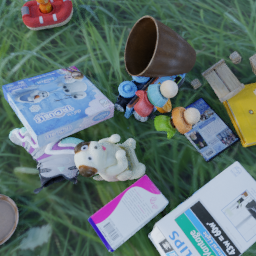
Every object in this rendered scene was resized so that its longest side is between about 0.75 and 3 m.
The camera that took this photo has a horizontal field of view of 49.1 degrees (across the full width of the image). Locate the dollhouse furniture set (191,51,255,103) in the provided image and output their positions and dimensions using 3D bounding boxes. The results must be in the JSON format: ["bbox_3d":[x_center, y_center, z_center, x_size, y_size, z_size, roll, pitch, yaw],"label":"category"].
[{"bbox_3d":[4.156,-1.507,10.830,2.558,1.249,2.181,-34,61,19],"label":"dollhouse furniture set"}]

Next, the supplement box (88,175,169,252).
[{"bbox_3d":[0.033,2.656,8.723,2.220,1.147,1.123,-35,69,-14],"label":"supplement box"}]

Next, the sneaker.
[{"bbox_3d":[-2.938,1.161,9.443,2.906,1.130,2.033,10,71,13],"label":"sneaker"}]

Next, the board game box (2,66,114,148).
[{"bbox_3d":[-2.469,-0.950,9.955,2.879,0.624,2.865,-25,55,-29],"label":"board game box"}]

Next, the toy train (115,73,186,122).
[{"bbox_3d":[0.832,-1.493,10.625,1.673,1.269,2.928,38,70,9],"label":"toy train"}]

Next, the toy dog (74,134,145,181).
[{"bbox_3d":[-0.770,0.960,8.830,1.943,2.004,1.398,-27,61,30],"label":"toy dog"}]

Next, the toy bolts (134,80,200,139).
[{"bbox_3d":[1.292,-0.876,8.848,1.363,1.965,1.877,-26,47,34],"label":"toy bolts"}]

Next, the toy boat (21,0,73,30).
[{"bbox_3d":[-3.595,-5.348,12.252,2.281,1.491,1.489,-14,66,-6],"label":"toy boat"}]

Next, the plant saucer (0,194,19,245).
[{"bbox_3d":[-4.336,2.996,9.051,1.658,0.266,1.658,0,64,0],"label":"plant saucer"}]

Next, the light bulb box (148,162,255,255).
[{"bbox_3d":[2.197,2.740,7.792,2.764,2.739,1.725,-32,68,-15],"label":"light bulb box"}]

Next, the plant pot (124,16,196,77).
[{"bbox_3d":[1.256,-2.541,9.571,2.074,1.938,1.938,6,61,-30],"label":"plant pot"}]

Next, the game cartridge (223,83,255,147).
[{"bbox_3d":[5.231,-0.660,10.699,2.710,0.440,2.389,-11,65,-8],"label":"game cartridge"}]

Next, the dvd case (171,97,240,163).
[{"bbox_3d":[2.879,0.011,10.482,1.560,0.192,2.187,-31,69,-15],"label":"dvd case"}]
